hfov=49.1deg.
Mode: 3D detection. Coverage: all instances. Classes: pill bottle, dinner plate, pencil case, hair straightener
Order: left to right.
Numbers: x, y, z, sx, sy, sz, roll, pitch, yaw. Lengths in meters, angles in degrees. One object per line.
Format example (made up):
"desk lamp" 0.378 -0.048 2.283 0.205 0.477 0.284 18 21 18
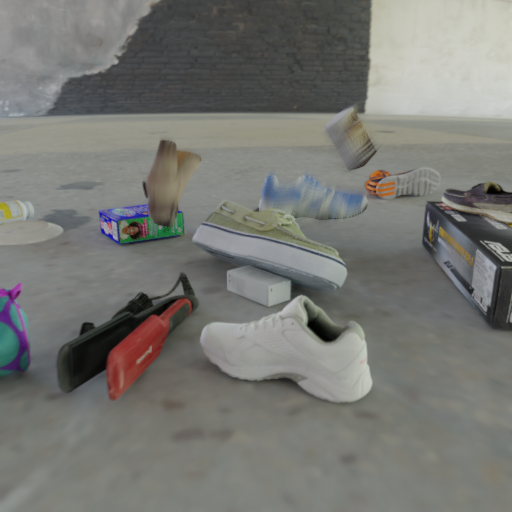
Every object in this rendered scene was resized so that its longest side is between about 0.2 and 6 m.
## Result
"pencil case" -3.706 0.966 6.040 2.325 1.074 0.989 -8 21 -24
"pill bottle" -5.622 -0.971 12.788 0.540 0.540 0.963 14 22 37
"dinner plate" -5.034 -0.541 12.071 1.650 0.200 1.650 -1 19 0
"hair straightener" -1.654 0.794 7.212 1.241 0.660 3.224 4 19 12

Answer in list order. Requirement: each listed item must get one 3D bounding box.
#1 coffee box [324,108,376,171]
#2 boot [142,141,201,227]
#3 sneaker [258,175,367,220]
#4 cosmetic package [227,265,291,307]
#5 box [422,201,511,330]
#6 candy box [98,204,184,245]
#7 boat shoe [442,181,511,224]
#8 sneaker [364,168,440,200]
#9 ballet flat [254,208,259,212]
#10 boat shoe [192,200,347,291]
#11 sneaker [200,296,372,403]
"coffee box" 1.759 -2.159 10.416 0.390 0.977 0.552 -12 29 48
"boot" -1.569 -1.269 10.428 0.698 1.453 1.987 7 0 13
"sneaker" 1.103 -1.106 10.588 2.094 0.807 0.793 1 6 -9
"cosmetic package" 0.031 0.455 8.741 0.489 0.344 0.965 -14 22 -40
"box" 4.776 -0.012 9.162 3.153 0.962 3.982 1 19 3
"candy box" -2.450 -0.716 11.966 1.461 0.563 1.235 -12 20 -30
"boat shoe" 3.993 -0.999 9.635 0.650 0.585 1.806 -10 21 -25
"sneaker" 4.079 -2.172 15.967 2.165 0.840 1.213 -7 21 -20
"ballet flat" 0.449 -0.959 12.241 0.821 0.565 2.436 -11 16 43
"boat shoe" 0.156 -0.297 9.248 3.372 1.046 1.214 18 -11 46
"sneaker" 0.315 0.887 6.343 2.067 1.027 0.805 7 20 21
